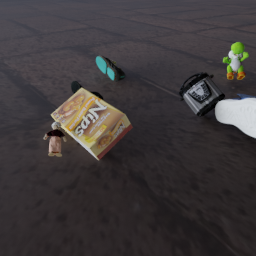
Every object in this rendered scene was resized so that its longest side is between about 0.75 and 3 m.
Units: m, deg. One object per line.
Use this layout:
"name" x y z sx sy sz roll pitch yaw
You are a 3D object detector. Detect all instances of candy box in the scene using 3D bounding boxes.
"candy box" -0.980 -0.185 7.193 1.174 0.562 2.033 -45 46 -13

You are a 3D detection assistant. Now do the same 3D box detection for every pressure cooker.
"pressure cooker" 2.120 -1.028 8.246 1.009 1.024 1.147 -25 73 -32

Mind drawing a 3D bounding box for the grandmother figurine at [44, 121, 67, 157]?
"grandmother figurine" -1.703 0.232 6.556 0.518 0.259 0.855 10 60 -22

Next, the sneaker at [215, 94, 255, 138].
"sneaker" 3.545 -0.348 7.165 1.676 0.922 2.289 -3 13 -18

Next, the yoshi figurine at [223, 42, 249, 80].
"yoshi figurine" 4.154 -2.655 10.738 0.832 1.481 0.829 15 -17 -30

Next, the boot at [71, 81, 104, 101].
"boot" -1.260 -1.087 8.845 0.970 0.359 0.795 50 30 21

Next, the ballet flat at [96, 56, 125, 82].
"ballet flat" -0.667 -2.373 11.232 0.623 0.619 1.822 -11 42 -28
